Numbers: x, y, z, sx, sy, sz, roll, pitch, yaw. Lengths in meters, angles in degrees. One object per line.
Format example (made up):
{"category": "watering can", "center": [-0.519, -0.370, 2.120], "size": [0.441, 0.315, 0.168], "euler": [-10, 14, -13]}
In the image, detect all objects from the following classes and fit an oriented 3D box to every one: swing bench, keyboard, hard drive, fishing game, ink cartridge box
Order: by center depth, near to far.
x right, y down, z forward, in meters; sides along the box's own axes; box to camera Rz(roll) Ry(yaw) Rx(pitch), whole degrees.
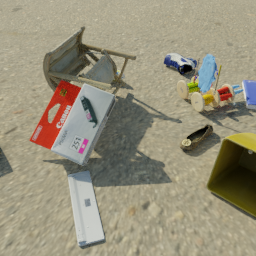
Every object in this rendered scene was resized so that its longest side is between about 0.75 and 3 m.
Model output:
{"category": "keyboard", "center": [-1.351, 2.354, 8.688], "size": [0.745, 0.141, 2.646], "euler": [-6, 40, -15]}
{"category": "ink cartridge box", "center": [-2.052, -0.343, 10.139], "size": [2.379, 0.597, 2.741], "euler": [22, 77, 9]}
{"category": "fishing game", "center": [3.135, -2.139, 10.938], "size": [0.332, 1.529, 2.136], "euler": [4, 16, -10]}
{"category": "swing bench", "center": [-1.678, -2.500, 12.198], "size": [2.989, 1.939, 2.973], "euler": [29, 46, 2]}
{"category": "hard drive", "center": [6.300, -1.573, 13.309], "size": [1.448, 0.278, 2.195], "euler": [8, 40, 9]}

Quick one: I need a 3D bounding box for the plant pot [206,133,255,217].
{"category": "plant pot", "center": [3.951, 1.235, 8.728], "size": [1.998, 1.998, 1.762], "euler": [28, 36, 30]}

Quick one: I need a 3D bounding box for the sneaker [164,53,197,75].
{"category": "sneaker", "center": [2.798, -3.490, 15.283], "size": [1.846, 0.746, 1.066], "euler": [16, 40, 17]}

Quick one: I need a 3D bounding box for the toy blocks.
{"category": "toy blocks", "center": [3.882, -1.801, 13.103], "size": [2.489, 0.904, 2.075], "euler": [-17, 43, -19]}

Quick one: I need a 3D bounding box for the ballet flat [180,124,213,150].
{"category": "ballet flat", "center": [2.696, 0.311, 10.903], "size": [1.838, 0.426, 0.619], "euler": [-27, 46, -29]}

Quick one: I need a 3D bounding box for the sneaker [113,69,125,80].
{"category": "sneaker", "center": [-0.963, -2.632, 14.455], "size": [1.615, 0.612, 0.848], "euler": [19, 55, 32]}
